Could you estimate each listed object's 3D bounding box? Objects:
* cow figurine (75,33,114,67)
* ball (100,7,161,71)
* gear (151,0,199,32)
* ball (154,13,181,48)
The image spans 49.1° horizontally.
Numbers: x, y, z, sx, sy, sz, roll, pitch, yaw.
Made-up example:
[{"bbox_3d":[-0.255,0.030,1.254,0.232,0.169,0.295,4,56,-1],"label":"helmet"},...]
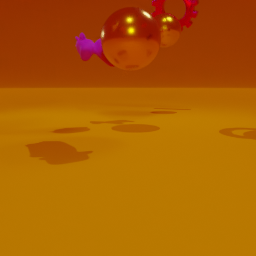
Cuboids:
[{"bbox_3d":[-0.680,-2.095,7.187,1.178,0.657,1.197,35,60,14],"label":"cow figurine"},{"bbox_3d":[0.058,-1.893,6.007,1.295,1.295,1.295,0,9,0],"label":"ball"},{"bbox_3d":[1.740,-4.452,10.422,1.721,1.721,0.318,4,35,25],"label":"gear"},{"bbox_3d":[1.239,-3.304,9.499,1.109,1.109,1.109,0,9,0],"label":"ball"}]
